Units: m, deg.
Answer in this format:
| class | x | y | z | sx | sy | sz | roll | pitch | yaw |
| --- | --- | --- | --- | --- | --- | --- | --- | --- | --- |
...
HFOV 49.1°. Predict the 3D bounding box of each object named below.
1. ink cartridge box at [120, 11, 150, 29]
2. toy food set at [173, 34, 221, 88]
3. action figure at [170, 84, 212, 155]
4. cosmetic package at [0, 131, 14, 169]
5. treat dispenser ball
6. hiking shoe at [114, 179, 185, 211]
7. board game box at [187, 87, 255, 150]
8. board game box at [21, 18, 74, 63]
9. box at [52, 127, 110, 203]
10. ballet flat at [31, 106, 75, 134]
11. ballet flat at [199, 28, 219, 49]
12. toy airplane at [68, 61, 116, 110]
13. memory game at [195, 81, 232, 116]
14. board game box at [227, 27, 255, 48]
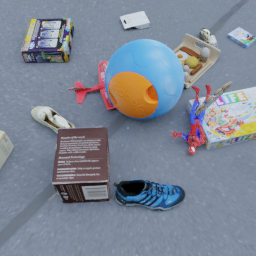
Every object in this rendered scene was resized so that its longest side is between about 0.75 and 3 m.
| class | x | y | z | sx | sy | sz | roll | pitch | yaw |
| --- | --- | --- | --- | --- | --- | --- | --- | --- | --- |
| ink cartridge box | 0.344 | -5.348 | 14.102 | 1.300 | 0.307 | 1.040 | -16 | 56 | -4 |
| toy food set | 2.488 | -2.988 | 12.074 | 1.887 | 0.794 | 2.629 | 37 | 62 | 23 |
| action figure | 2.227 | -0.369 | 9.677 | 0.823 | 1.249 | 2.523 | -1 | 75 | 42 |
| cosmetic package | -5.044 | 1.288 | 8.925 | 1.407 | 0.993 | 2.718 | 12 | 55 | 9 |
| treat dispenser ball | 0.568 | -1.698 | 9.990 | 2.814 | 2.814 | 2.814 | 0 | 55 | 0 |
| hiking shoe | 0.675 | 1.991 | 8.442 | 2.178 | 0.944 | 0.810 | -2 | 55 | -1 |
| board game box | 3.967 | -0.434 | 10.429 | 2.952 | 0.505 | 1.985 | -12 | 56 | -9 |
| board game box | -3.626 | -4.058 | 12.916 | 2.004 | 0.687 | 2.424 | -1 | 54 | 1 |
| box | -1.351 | 1.158 | 8.657 | 1.535 | 1.551 | 1.870 | -3 | 55 | -2 |
| ballet flat | -2.710 | -0.352 | 10.260 | 2.247 | 0.700 | 0.758 | 31 | 57 | 20 |
| ballet flat | 3.797 | -4.209 | 13.131 | 0.530 | 0.530 | 1.474 | -17 | 57 | -12 |
| toy airplane | -1.202 | -1.601 | 11.299 | 2.380 | 0.438 | 2.380 | 1 | 64 | -2 |
| memory game | 1.954 | -0.673 | 6.445 | 1.102 | 1.102 | 0.070 | -35 | 76 | -22 |
| board game box | 5.472 | -4.325 | 13.390 | 0.857 | 0.207 | 1.133 | -34 | 61 | -21 |
